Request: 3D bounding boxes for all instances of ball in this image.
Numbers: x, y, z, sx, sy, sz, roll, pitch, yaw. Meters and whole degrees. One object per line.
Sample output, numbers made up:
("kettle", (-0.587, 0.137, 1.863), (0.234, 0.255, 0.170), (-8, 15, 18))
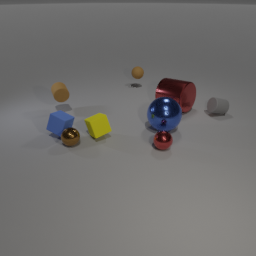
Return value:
("ball", (1.455, -0.554, 11.201), (1.400, 1.400, 1.400), (0, 27, 0))
("ball", (-2.114, 0.322, 10.300), (0.700, 0.700, 0.700), (0, 27, 0))
("ball", (1.260, 0.438, 10.068), (0.700, 0.700, 0.700), (0, 27, 0))
("ball", (0.541, -3.089, 15.668), (0.700, 0.700, 0.700), (0, 27, 0))

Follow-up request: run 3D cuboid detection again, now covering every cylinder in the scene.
("cylinder", (-3.057, -1.616, 12.625), (0.700, 0.700, 0.700), (-11, 37, -20))
("cylinder", (2.220, -1.545, 13.015), (1.400, 1.400, 1.400), (18, 33, 38))
("cylinder", (4.052, -0.995, 12.615), (0.700, 0.700, 0.700), (7, 23, -24))

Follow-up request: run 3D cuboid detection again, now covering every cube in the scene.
("cube", (-1.156, -0.104, 10.755), (0.700, 0.700, 0.700), (-26, 19, -21))
("cube", (-2.607, -0.184, 10.837), (0.700, 0.700, 0.700), (25, 22, 13))
